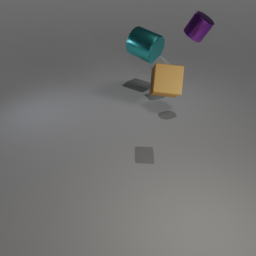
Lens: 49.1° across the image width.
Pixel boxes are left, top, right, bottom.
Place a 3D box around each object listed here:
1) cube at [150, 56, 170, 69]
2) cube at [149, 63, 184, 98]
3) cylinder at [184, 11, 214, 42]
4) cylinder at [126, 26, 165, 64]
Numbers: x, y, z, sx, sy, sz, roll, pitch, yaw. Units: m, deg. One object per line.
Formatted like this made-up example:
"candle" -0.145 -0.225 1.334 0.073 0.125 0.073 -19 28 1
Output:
"cube" 1.602 -2.812 13.127 0.700 0.700 0.700 22 32 -46
"cube" 0.951 -1.172 6.998 0.700 0.700 0.700 6 0 -3
"cylinder" 2.256 -3.230 8.941 0.700 0.700 0.700 21 42 -19
"cylinder" 0.854 -4.070 13.733 1.400 1.400 1.400 31 41 22
